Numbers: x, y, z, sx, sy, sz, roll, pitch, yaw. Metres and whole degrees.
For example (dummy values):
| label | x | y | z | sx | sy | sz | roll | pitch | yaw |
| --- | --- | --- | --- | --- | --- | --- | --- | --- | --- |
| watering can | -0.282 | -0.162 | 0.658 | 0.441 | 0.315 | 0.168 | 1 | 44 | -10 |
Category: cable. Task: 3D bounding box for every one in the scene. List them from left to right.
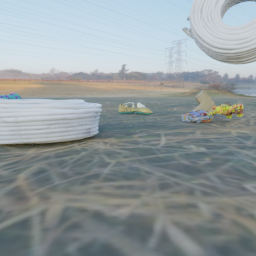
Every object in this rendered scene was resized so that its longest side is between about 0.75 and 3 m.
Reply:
| label | x | y | z | sx | sy | sz | roll | pitch | yaw |
| --- | --- | --- | --- | --- | --- | --- | --- | --- | --- |
| cable | -1.849 | -0.198 | 6.193 | 2.501 | 0.866 | 2.501 | 3 | 7 | 16 |
| cable | 2.796 | -2.815 | 6.953 | 2.484 | 2.484 | 0.860 | -37 | -29 | 11 |

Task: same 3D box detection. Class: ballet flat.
| label | x | y | z | sx | sy | sz | roll | pitch | yaw |
| --- | --- | --- | --- | --- | --- | --- | --- | --- | --- |
| ballet flat | 0.319 | -0.890 | 12.568 | 1.624 | 0.574 | 0.574 | 3 | 8 | 20 |

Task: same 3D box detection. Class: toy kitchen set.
| label | x | y | z | sx | sy | sz | roll | pitch | yaw |
| --- | --- | --- | --- | --- | --- | --- | --- | --- | --- |
| toy kitchen set | 2.796 | -0.805 | 11.051 | 0.865 | 1.060 | 0.956 | -43 | 15 | -6 |

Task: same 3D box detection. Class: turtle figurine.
| label | x | y | z | sx | sy | sz | roll | pitch | yaw |
| --- | --- | --- | --- | --- | --- | --- | --- | --- | --- |
| turtle figurine | 3.233 | -0.564 | 9.467 | 1.297 | 0.518 | 1.609 | 4 | -23 | -44 |

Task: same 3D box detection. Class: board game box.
| label | x | y | z | sx | sy | sz | roll | pitch | yaw |
| --- | --- | --- | --- | --- | --- | --- | --- | --- | --- |
| board game box | 2.274 | -0.362 | 9.436 | 0.828 | 0.255 | 0.828 | -10 | 17 | -4 |

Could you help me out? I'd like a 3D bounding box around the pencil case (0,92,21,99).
| label | x | y | z | sx | sy | sz | roll | pitch | yaw |
| --- | --- | --- | --- | --- | --- | --- | --- | --- | --- |
| pencil case | -6.874 | -1.482 | 15.352 | 0.864 | 0.938 | 2.030 | -9 | 3 | 23 |
